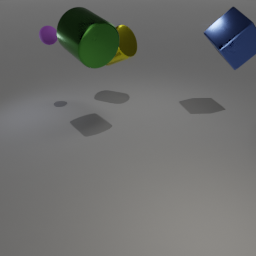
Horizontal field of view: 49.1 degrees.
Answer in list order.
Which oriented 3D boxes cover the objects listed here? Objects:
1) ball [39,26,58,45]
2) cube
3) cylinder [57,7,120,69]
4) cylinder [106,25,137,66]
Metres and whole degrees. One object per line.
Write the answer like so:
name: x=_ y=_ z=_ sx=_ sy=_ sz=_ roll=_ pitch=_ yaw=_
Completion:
ball: x=-3.025 y=-3.529 z=10.668 sx=0.700 sy=0.700 sz=0.700 roll=0 pitch=28 yaw=0
cube: x=4.024 y=-3.372 z=10.611 sx=1.400 sy=1.400 sz=1.400 roll=31 pitch=29 yaw=-40
cylinder: x=-1.203 y=-2.711 z=8.409 sx=1.400 sy=1.400 sz=1.400 roll=-20 pitch=46 yaw=-32
cylinder: x=-0.549 y=-3.555 z=12.147 sx=1.400 sy=1.400 sz=1.400 roll=-8 pitch=18 yaw=41
